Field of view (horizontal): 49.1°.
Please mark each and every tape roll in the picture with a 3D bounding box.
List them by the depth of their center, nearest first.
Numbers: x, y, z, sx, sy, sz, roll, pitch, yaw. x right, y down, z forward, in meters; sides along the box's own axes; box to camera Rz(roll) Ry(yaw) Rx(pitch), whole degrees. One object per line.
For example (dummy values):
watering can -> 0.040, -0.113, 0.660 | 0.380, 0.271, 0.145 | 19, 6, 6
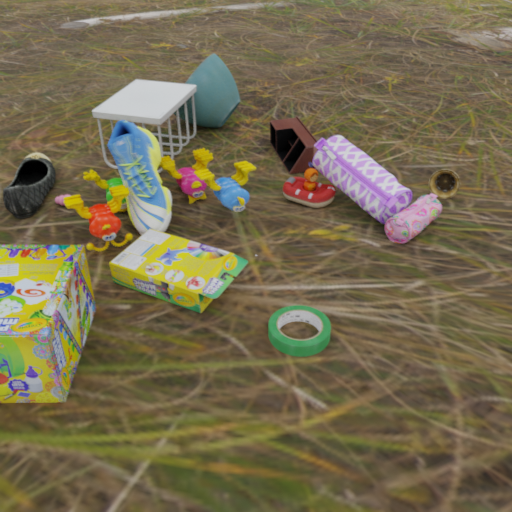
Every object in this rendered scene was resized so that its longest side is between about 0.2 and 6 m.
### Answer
tape roll -> 0.730, 1.254, 9.463 | 1.045, 0.251, 1.045 | 1, 34, 0

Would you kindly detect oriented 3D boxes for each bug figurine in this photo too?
bug figurine -> -2.133, -1.373, 12.597 | 4.077, 1.049, 3.162 | -14, 28, -14

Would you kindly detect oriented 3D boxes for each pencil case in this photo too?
pencil case -> 3.438, -0.829, 12.183 | 0.672, 0.672, 1.536 | 28, 44, 35
pencil case -> 2.363, -1.787, 12.718 | 1.045, 1.064, 2.489 | -47, 63, 2

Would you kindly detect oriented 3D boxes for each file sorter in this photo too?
file sorter -> -2.890, -3.548, 15.285 | 1.839, 1.650, 2.650 | 8, 35, 12

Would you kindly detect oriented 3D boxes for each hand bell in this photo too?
hand bell -> 4.782, -1.939, 14.019 | 0.723, 0.723, 1.388 | 14, 24, 19

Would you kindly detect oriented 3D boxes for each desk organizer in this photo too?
desk organizer -> 1.029, -3.057, 15.367 | 0.833, 0.776, 2.163 | -9, 35, -9

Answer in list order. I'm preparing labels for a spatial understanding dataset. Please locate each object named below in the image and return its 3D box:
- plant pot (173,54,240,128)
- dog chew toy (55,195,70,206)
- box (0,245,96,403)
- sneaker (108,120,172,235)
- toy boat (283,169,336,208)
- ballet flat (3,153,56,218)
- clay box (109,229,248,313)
plant pot -> -1.369, -4.777, 17.061 | 1.471, 2.185, 2.185 | 39, 38, -7
dog chew toy -> -4.556, -1.312, 13.242 | 0.447, 0.278, 0.278 | 4, 34, 17
box -> -3.993, 0.999, 8.786 | 2.323, 1.417, 2.237 | 0, 34, -1
sneaker -> -2.651, -1.740, 12.075 | 1.034, 1.434, 2.730 | -22, 64, 14
toy boat -> 1.279, -1.680, 13.237 | 1.244, 0.813, 0.811 | 19, 38, 17
ballet flat -> -5.454, -1.893, 13.591 | 0.948, 0.811, 2.854 | -5, 35, -8
clay box -> -1.430, 0.281, 10.605 | 2.305, 0.549, 1.324 | 18, 41, 22
